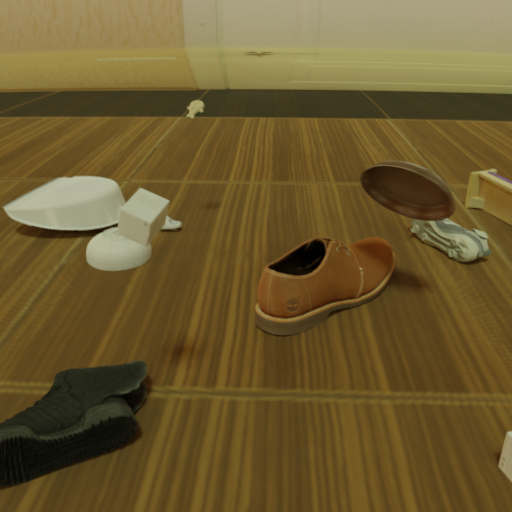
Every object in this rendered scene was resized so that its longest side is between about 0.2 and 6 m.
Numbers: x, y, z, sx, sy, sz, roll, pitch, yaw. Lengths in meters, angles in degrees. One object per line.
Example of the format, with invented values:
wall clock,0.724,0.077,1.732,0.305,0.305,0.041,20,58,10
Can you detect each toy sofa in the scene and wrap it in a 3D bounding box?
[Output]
toy sofa,5.806,-1.202,12.532,1.073,0.911,2.199,-8,27,-14

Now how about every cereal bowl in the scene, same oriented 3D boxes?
cereal bowl,-2.689,-0.204,10.938,1.258,0.524,1.258,0,27,0

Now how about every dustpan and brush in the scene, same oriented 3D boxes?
dustpan and brush,-3.344,-1.033,12.416,3.490,0.999,2.436,0,24,16

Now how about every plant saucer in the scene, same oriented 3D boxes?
plant saucer,2.372,-1.039,8.722,1.525,1.525,0.245,18,71,32

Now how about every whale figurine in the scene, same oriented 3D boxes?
whale figurine,-1.251,-2.975,11.544,0.379,0.247,0.477,16,64,20

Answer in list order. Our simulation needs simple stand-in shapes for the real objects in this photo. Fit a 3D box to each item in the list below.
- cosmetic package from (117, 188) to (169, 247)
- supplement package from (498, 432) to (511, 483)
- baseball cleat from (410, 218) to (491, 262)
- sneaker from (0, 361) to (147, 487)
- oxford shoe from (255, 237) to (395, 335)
cosmetic package,-1.236,-0.426,6.152,0.377,0.379,0.453,24,42,3
supplement package,3.073,2.284,5.806,0.544,0.546,0.930,-7,27,-15
baseball cleat,3.957,-0.430,11.420,1.003,0.657,1.885,-4,35,-24
sneaker,-2.284,1.859,6.598,2.276,0.684,1.187,-8,27,-26
oxford shoe,1.350,0.167,9.454,1.201,1.200,3.367,20,31,38
